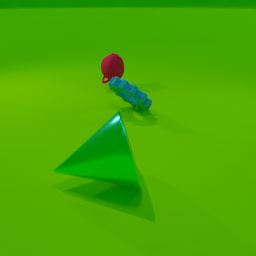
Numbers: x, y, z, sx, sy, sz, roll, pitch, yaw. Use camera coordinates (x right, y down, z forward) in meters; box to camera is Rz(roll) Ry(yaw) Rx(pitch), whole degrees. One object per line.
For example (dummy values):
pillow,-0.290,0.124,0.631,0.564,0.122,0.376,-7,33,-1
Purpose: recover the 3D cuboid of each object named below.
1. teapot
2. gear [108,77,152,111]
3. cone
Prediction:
teapot,-0.623,-2.325,10.588,0.802,1.018,1.638,2,58,26
gear,0.060,-0.988,8.233,1.376,0.255,1.376,32,-7,5
cone,-0.649,0.581,5.033,1.459,1.453,1.453,-16,26,0
